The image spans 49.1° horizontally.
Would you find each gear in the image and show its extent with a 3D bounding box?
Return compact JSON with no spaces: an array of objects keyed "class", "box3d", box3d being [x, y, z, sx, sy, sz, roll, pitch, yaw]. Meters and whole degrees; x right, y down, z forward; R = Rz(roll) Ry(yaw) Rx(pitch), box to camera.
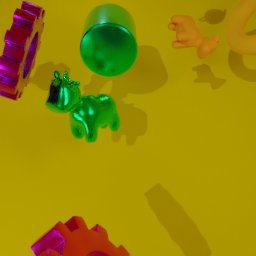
[{"class":"gear","box3d":[-0.260,1.939,3.087,0.370,2.002,2.002,-40,72,6]},{"class":"gear","box3d":[-1.887,-1.344,4.998,0.312,1.688,1.688,17,67,-14]}]

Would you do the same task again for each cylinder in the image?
[{"class":"cylinder","box3d":[-0.414,-1.966,6.256,1.219,1.219,1.219,-2,41,-1]}]

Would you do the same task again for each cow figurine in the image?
[{"class":"cow figurine","box3d":[-0.841,-0.471,5.511,0.827,1.482,1.507,14,29,42]},{"class":"cow figurine","box3d":[1.298,-1.795,5.455,0.902,0.503,0.917,-7,74,-12]}]

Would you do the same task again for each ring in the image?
[{"class":"ring","box3d":[3.083,-2.506,6.112,0.416,2.081,2.081,32,65,-29]}]
